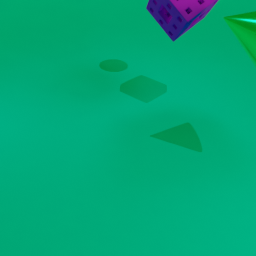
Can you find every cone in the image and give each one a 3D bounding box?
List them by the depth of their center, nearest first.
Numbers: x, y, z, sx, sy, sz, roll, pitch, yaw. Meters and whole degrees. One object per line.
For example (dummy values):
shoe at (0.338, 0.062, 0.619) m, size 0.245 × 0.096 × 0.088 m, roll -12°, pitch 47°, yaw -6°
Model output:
cone at (2.086, -1.614, 4.612) m, size 1.262 × 1.257 × 1.257 m, roll 12°, pitch 32°, yaw -19°

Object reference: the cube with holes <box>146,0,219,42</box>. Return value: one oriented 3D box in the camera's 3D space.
cube with holes at (1.376, -3.209, 7.100) m, size 1.187 × 1.187 × 1.187 m, roll -39°, pitch 90°, yaw -9°
